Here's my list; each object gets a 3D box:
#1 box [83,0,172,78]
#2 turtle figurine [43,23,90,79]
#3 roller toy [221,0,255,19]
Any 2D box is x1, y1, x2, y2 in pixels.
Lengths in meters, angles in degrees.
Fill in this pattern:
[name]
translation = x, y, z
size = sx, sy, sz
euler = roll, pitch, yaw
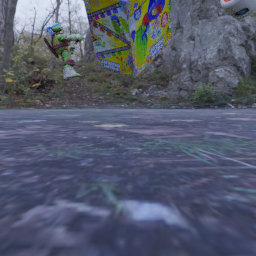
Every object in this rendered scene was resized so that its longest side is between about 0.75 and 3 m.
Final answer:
[box]
translation = 0.135, -3.179, 8.303
size = 1.429, 2.256, 2.342
euler = 22, 54, 27
[turtle figurine]
translation = -1.860, -2.728, 9.824
size = 1.381, 1.860, 1.919
euler = -1, 11, 37
[roller toy]
translation = 3.442, -3.911, 8.457
size = 0.815, 1.064, 1.167
euler = 28, 27, -27
